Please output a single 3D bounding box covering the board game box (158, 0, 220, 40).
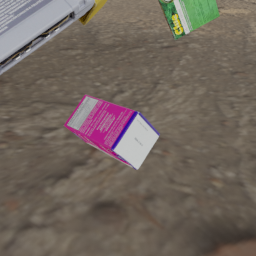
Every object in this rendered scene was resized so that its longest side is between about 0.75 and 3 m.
[{"bbox_3d":[1.463,-3.968,7.670,1.507,2.876,0.337,-27,43,9],"label":"board game box"}]

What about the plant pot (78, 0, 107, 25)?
[{"bbox_3d":[-0.914,-3.693,6.838,1.413,1.382,1.373,-47,14,-16],"label":"plant pot"}]

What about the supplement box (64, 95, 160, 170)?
[{"bbox_3d":[-0.261,0.020,3.975,1.190,0.602,0.615,23,75,45],"label":"supplement box"}]

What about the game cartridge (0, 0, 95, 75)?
[{"bbox_3d":[-2.099,-2.085,4.768,2.623,0.536,1.746,-42,90,-16],"label":"game cartridge"}]
